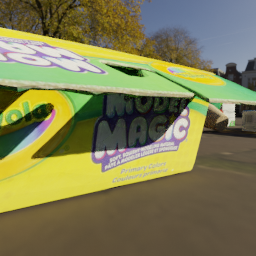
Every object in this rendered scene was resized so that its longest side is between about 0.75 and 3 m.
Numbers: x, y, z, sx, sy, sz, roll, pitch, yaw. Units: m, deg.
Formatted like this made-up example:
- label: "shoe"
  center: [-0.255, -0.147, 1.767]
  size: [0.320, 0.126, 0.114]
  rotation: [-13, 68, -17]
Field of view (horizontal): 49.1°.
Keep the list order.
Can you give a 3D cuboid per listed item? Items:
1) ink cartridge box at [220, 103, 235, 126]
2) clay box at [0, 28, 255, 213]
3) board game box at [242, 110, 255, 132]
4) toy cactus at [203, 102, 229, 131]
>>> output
- label: "ink cartridge box"
  center: [3.172, -0.481, 9.179]
  size: [0.622, 0.848, 0.352]
  rotation: [-2, 3, -30]
- label: "clay box"
  center: [-0.805, -0.309, 1.884]
  size: [1.663, 0.689, 2.895]
  rotation: [-3, 21, -41]
- label: "board game box"
  center: [3.931, -0.122, 5.355]
  size: [1.867, 0.475, 2.778]
  rotation: [-2, 3, -22]
- label: "toy cactus"
  center: [1.575, -0.363, 6.959]
  size: [2.484, 1.270, 2.049]
  rotation: [2, 20, -26]
